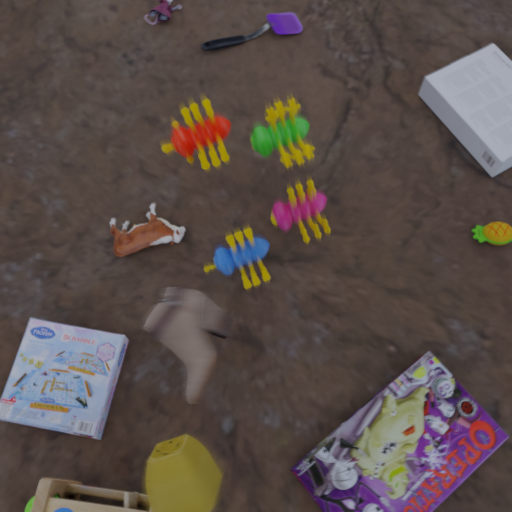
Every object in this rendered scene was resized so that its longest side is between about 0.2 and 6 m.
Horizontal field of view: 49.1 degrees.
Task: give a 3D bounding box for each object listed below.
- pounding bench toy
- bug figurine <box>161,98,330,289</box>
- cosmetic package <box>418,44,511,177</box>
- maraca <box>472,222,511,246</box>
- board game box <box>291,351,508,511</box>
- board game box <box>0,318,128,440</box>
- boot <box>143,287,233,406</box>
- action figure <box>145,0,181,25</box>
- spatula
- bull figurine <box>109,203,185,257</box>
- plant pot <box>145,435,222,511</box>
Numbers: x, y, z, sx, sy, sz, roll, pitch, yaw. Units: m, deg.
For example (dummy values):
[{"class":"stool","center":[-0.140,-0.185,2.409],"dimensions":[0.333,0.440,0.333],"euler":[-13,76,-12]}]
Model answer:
[{"class":"pounding bench toy","center":[-2.330,3.974,7.638],"dimensions":[1.976,2.533,1.574],"euler":[8,66,3]},{"class":"bug figurine","center":[-0.076,-1.213,9.867],"dimensions":[2.549,0.846,3.287],"euler":[-18,106,-1]},{"class":"cosmetic package","center":[4.976,-3.105,11.784],"dimensions":[1.894,0.649,2.512],"euler":[-28,69,-10]},{"class":"maraca","center":[4.555,-0.424,10.752],"dimensions":[0.769,0.411,0.527],"euler":[-1,45,10]},{"class":"board game box","center":[2.330,3.221,9.139],"dimensions":[3.102,0.501,1.862],"euler":[-36,75,-15]},{"class":"board game box","center":[-3.303,2.093,9.648],"dimensions":[1.771,0.364,1.767],"euler":[10,67,4]},{"class":"boot","center":[-1.158,1.307,8.678],"dimensions":[1.236,0.594,1.690],"euler":[23,57,1]},{"class":"action figure","center":[-2.170,-5.795,13.187],"dimensions":[0.549,0.610,0.820],"euler":[37,46,-31]},{"class":"spatula","center":[-0.104,-5.098,12.881],"dimensions":[2.468,0.254,0.697],"euler":[-21,68,-9]},{"class":"bull figurine","center":[-2.099,-0.475,10.737],"dimensions":[1.423,0.463,0.864],"euler":[-20,66,-10]},{"class":"plant pot","center":[-0.952,2.695,6.941],"dimensions":[0.748,0.753,0.770],"euler":[-20,98,10]}]
